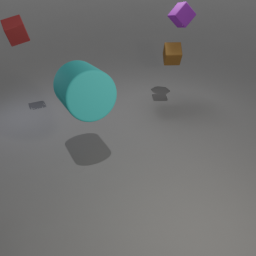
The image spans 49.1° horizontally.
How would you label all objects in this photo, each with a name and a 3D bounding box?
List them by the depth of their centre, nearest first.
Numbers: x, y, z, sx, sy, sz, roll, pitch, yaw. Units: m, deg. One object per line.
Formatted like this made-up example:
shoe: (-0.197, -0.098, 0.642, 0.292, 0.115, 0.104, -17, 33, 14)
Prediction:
cylinder: (-1.215, -1.048, 7.742, 1.400, 1.400, 1.400, -14, 28, -23)
cube: (-4.024, -3.485, 10.019, 0.700, 0.700, 0.700, -23, 57, -11)
cube: (2.183, -4.588, 11.382, 0.700, 0.700, 0.700, -50, 27, 3)
cube: (1.894, -3.166, 11.981, 0.700, 0.700, 0.700, -1, 65, 0)
